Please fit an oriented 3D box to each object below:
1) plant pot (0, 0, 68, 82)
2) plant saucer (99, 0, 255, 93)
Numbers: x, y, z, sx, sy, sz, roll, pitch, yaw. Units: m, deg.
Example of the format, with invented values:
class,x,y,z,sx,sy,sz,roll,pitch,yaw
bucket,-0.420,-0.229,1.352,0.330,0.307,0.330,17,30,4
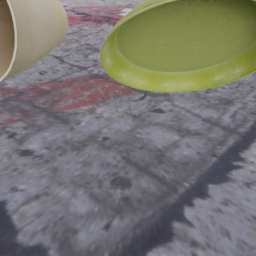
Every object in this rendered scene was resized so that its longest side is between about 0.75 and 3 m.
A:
class,x,y,z,sx,sy,sz,roll,pitch,yaw
plant pot,-2.630,-2.425,6.494,2.450,2.450,2.616,13,25,18
plant saucer,0.864,-1.174,4.067,2.555,2.555,0.397,-1,75,-2
